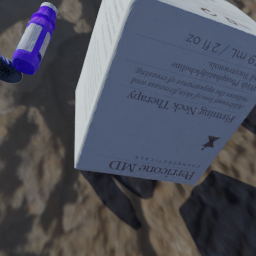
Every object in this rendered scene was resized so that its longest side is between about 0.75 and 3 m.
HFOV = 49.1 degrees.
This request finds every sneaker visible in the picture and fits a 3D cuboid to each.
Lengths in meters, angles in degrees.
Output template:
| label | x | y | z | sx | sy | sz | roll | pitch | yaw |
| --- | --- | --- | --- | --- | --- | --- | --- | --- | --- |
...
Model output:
| label | x | y | z | sx | sy | sz | roll | pitch | yaw |
| --- | --- | --- | --- | --- | --- | --- | --- | --- | --- |
| sneaker | -3.169 | -1.531 | 6.716 | 0.686 | 1.624 | 0.609 | 29 | 85 | 42 |

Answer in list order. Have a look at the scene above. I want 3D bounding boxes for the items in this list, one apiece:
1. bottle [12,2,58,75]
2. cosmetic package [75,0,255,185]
| label | x | y | z | sx | sy | sz | roll | pitch | yaw |
| --- | --- | --- | --- | --- | --- | --- | --- | --- | --- |
| bottle | -2.331 | -2.351 | 7.199 | 0.639 | 0.818 | 1.957 | 21 | 67 | -18 |
| cosmetic package | 0.549 | -0.935 | 5.192 | 2.494 | 2.980 | 2.479 | 11 | 37 | -18 |
